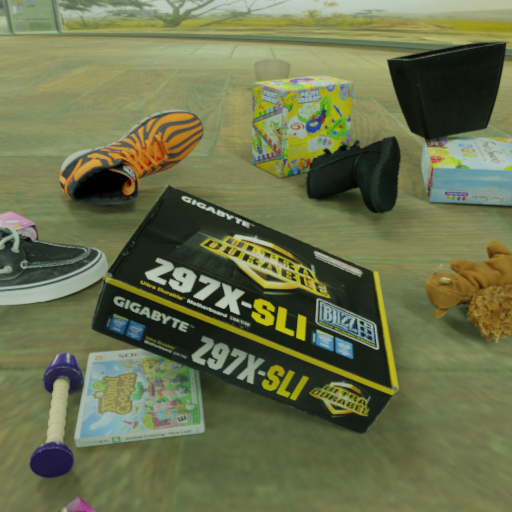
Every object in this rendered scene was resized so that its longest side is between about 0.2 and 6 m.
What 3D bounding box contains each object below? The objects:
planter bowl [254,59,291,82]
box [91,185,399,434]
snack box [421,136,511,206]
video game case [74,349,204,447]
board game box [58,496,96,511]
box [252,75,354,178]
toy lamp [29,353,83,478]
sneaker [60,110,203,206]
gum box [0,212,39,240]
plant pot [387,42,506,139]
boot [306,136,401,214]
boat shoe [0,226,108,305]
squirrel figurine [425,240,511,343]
[{"bbox_3d":[0.561,-6.457,20.274,1.336,0.899,1.336,3,-1,0],"label":"planter bowl"},{"bbox_3d":[-0.008,0.437,6.191,2.928,0.723,2.338,23,29,-5],"label":"box"},{"bbox_3d":[4.509,-1.800,11.526,1.998,0.802,2.369,4,28,11],"label":"snack box"},{"bbox_3d":[-1.212,1.423,5.954,1.232,0.149,1.353,-4,28,-8],"label":"video game case"},{"bbox_3d":[-1.240,2.621,3.322,1.872,0.408,1.881,20,33,32],"label":"board game box"},{"bbox_3d":[1.031,-2.954,12.600,1.952,1.880,1.191,-15,31,-29],"label":"box"},{"bbox_3d":[-1.949,1.499,5.557,0.426,0.426,1.463,-6,30,-11],"label":"toy lamp"},{"bbox_3d":[-2.217,-1.743,10.713,3.030,1.176,1.698,-30,31,-9],"label":"sneaker"},{"bbox_3d":[-4.261,-0.208,8.799,0.787,0.459,1.387,22,34,36],"label":"gum box"},{"bbox_3d":[4.103,-3.562,12.155,1.952,1.736,1.957,-11,19,2],"label":"plant pot"},{"bbox_3d":[1.746,-1.410,10.522,1.721,0.777,2.100,-11,39,31],"label":"boot"},{"bbox_3d":[-3.538,0.050,7.744,2.821,0.956,1.012,-5,27,-10],"label":"boat shoe"},{"bbox_3d":[2.777,0.473,6.998,1.152,0.874,1.235,-5,32,-19],"label":"squirrel figurine"}]
